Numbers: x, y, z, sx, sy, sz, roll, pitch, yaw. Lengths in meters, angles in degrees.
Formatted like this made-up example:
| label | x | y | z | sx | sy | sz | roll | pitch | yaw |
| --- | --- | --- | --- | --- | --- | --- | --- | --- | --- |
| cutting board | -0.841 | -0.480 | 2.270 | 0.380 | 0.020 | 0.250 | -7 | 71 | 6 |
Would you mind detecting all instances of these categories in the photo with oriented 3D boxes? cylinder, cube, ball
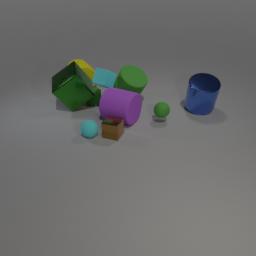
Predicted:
| label | x | y | z | sx | sy | sz | roll | pitch | yaw |
| --- | --- | --- | --- | --- | --- | --- | --- | --- | --- |
| cylinder | 0.051 | -2.083 | 13.617 | 1.400 | 1.400 | 1.400 | 13 | 53 | -18 |
| cube | -2.572 | -1.951 | 13.092 | 1.400 | 1.400 | 1.400 | -32 | 41 | 13 |
| cylinder | -0.308 | -0.960 | 12.187 | 1.400 | 1.400 | 1.400 | 16 | 35 | 25 |
| cylinder | -2.600 | -2.916 | 15.433 | 1.400 | 1.400 | 1.400 | -14 | 34 | -22 |
| cylinder | -1.666 | -1.533 | 13.838 | 0.700 | 0.700 | 0.700 | -1 | 30 | 1 |
| ball | -1.549 | 0.031 | 11.239 | 0.700 | 0.700 | 0.700 | 0 | 31 | 0 |
| cylinder | 3.400 | -1.561 | 12.871 | 1.400 | 1.400 | 1.400 | 0 | 48 | 0 |
| cube | -1.053 | -2.207 | 12.494 | 0.700 | 0.700 | 0.700 | 20 | 5 | 35 |
| cube | -0.607 | -0.007 | 11.298 | 0.700 | 0.700 | 0.700 | 10 | 33 | 17 |
| ball | 1.466 | -0.784 | 12.146 | 0.700 | 0.700 | 0.700 | 0 | 31 | 0 |
